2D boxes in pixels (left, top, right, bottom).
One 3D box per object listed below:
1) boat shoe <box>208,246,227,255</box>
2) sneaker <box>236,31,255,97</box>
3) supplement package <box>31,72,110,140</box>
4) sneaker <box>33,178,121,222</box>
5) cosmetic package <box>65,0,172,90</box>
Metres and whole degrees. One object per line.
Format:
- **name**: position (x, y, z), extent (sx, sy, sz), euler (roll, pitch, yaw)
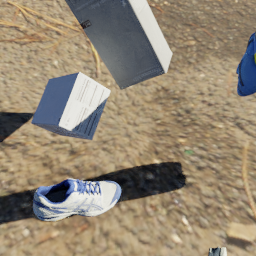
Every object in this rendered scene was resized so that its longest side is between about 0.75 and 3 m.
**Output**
- **boat shoe**: position (1.361, 2.302, 4.536), extent (0.335, 0.406, 1.084), euler (-6, 16, 29)
- **sneaker**: position (2.465, -1.297, 5.530), extent (0.662, 0.788, 2.009), euler (38, 43, -5)
- **supplement package**: position (-1.394, -0.494, 6.634), extent (1.615, 0.896, 1.258), euler (4, 72, 50)
- **sneaker**: position (-0.921, 1.302, 5.369), extent (1.731, 0.763, 0.652), euler (-11, 48, -21)
- **cosmetic package**: position (-0.140, -2.446, 6.857), extent (1.446, 2.707, 1.221), euler (-18, 29, 31)
